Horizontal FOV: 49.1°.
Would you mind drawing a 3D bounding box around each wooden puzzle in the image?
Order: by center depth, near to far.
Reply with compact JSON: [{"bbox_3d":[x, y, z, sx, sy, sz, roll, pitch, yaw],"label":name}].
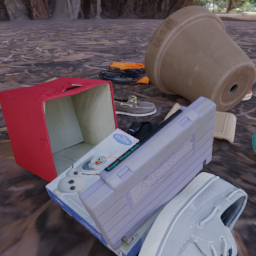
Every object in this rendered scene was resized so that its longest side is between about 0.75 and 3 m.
[{"bbox_3d":[1.985,-0.141,7.623,1.778,0.331,1.645,14,28,18],"label":"wooden puzzle"}]

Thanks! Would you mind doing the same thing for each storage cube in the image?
[{"bbox_3d":[-1.352,-0.039,5.664,1.673,1.861,1.591,14,29,41],"label":"storage cube"}]

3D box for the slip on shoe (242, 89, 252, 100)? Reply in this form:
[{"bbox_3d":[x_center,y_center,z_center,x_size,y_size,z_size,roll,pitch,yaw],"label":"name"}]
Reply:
[{"bbox_3d":[3.434,-1.862,10.524,1.096,0.905,2.958,-12,26,-21],"label":"slip on shoe"}]

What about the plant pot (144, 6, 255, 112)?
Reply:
[{"bbox_3d":[2.420,-1.919,8.796,3.003,3.003,2.619,-14,45,-27],"label":"plant pot"}]

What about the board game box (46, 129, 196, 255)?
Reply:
[{"bbox_3d":[-0.097,0.922,4.516,1.710,0.371,1.702,29,53,31],"label":"board game box"}]

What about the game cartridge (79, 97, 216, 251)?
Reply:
[{"bbox_3d":[0.344,0.534,3.364,1.851,1.200,0.355,-37,47,-20],"label":"game cartridge"}]

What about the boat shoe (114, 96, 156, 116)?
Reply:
[{"bbox_3d":[0.013,-0.713,8.537,1.708,0.508,0.614,4,26,8],"label":"boat shoe"}]

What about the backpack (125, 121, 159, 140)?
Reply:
[{"bbox_3d":[0.348,0.331,6.052,0.995,0.754,1.192,9,27,0],"label":"backpack"}]

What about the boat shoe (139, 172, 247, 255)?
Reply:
[{"bbox_3d":[0.968,1.385,3.660,0.904,0.886,2.539,14,27,32],"label":"boat shoe"}]

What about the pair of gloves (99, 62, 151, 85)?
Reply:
[{"bbox_3d":[0.103,-2.422,12.398,2.369,0.329,2.660,8,29,13],"label":"pair of gloves"}]

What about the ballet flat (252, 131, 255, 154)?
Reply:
[{"bbox_3d":[3.399,0.849,5.049,0.935,1.010,2.864,20,22,-21],"label":"ballet flat"}]
